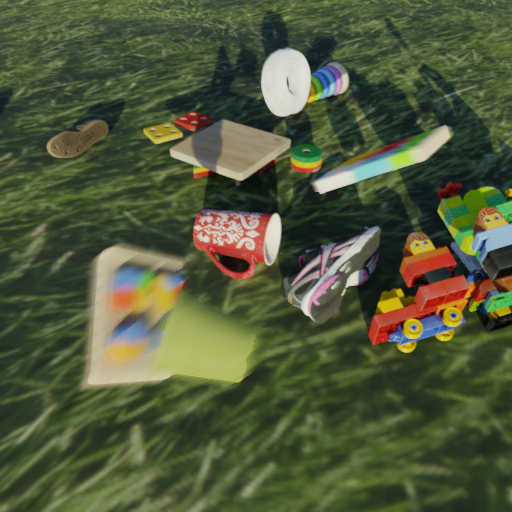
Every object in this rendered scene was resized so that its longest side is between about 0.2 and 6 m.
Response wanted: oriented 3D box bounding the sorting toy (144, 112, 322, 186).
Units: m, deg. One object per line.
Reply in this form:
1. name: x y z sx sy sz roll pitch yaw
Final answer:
1. sorting toy: -0.673 -2.288 12.799 4.096 0.693 1.975 23 43 26

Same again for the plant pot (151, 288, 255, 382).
1. plant pot: -0.386 0.691 4.462 0.689 0.726 0.726 16 38 -2

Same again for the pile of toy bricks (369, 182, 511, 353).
1. pile of toy bricks: 3.550 -0.263 8.473 4.247 2.356 2.096 -15 57 -8

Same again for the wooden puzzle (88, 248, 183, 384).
1. wooden puzzle: -1.097 0.620 5.546 0.294 1.269 1.175 2 -7 30

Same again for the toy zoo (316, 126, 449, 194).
1. toy zoo: 1.845 -1.462 8.817 2.068 0.212 1.357 -14 15 40

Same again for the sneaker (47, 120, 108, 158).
1. sneaker: -4.464 -2.844 13.775 0.672 0.626 1.778 4 30 39

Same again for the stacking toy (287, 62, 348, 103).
1. stacking toy: 1.613 -4.791 16.080 2.167 0.925 0.925 -31 47 -27

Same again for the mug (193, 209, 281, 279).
1. mug: -0.403 -0.315 10.033 1.402 0.936 1.245 9 36 18

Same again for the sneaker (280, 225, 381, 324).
1. sneaker: 1.264 0.094 9.478 1.005 0.935 2.329 25 42 31

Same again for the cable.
1. cable: 0.650 -3.633 11.769 0.461 1.333 1.332 8 31 37

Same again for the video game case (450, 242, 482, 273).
1. video game case: 4.191 -0.010 10.267 0.939 0.111 0.855 -6 37 -8
